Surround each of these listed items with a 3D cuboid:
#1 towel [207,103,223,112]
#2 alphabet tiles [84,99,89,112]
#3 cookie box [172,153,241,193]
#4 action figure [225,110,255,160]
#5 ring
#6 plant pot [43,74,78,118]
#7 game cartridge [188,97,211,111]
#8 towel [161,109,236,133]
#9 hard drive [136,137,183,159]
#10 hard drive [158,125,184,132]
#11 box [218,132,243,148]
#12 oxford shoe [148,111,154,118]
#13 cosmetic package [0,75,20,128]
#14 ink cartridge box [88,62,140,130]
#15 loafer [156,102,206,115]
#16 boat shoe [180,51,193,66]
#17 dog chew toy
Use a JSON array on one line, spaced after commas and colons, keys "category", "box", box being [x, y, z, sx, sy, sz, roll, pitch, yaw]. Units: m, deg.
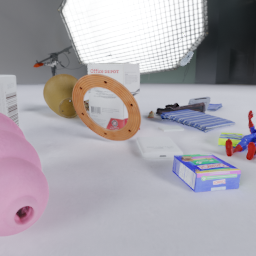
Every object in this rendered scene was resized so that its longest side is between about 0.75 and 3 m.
[{"category": "towel", "box": [4.922, -1.327, 17.449, 1.570, 0.259, 2.169, 5, 13, 28]}, {"category": "alphabet tiles", "box": [-1.438, -0.887, 13.782, 1.744, 0.066, 2.096, 31, 16, 4]}, {"category": "cookie box", "box": [1.683, 0.949, 6.178, 1.020, 0.448, 1.193, -1, 13, -14]}, {"category": "action figure", "box": [4.065, -0.029, 8.671, 0.970, 1.471, 2.972, 11, 14, 40]}, {"category": "ring", "box": [-0.665, -0.601, 8.661, 2.401, 2.401, 0.230, 6, 39, 27]}, {"category": "plant pot", "box": [-3.125, -1.429, 14.283, 2.147, 2.147, 2.304, -4, 26, -20]}, {"category": "game cartridge", "box": [3.758, -1.181, 15.078, 1.420, 0.945, 0.290, -9, 36, -28]}, {"category": "towel", "box": [2.990, -0.352, 12.347, 1.960, 0.323, 2.708, -11, 21, -34]}, {"category": "hard drive", "box": [0.897, 0.573, 8.511, 1.114, 0.222, 1.689, -1, 12, -4]}, {"category": "hard drive", "box": [1.742, 0.022, 11.402, 0.875, 0.115, 0.577, -4, 13, -17]}, {"category": "box", "box": [3.387, 0.396, 9.252, 0.714, 0.279, 1.171, 4, 12, 23]}, {"category": "oxford shoe", "box": [1.169, -0.700, 14.282, 0.313, 0.332, 0.888, 1, 12, 6]}, {"category": "cosmetic package", "box": [-4.777, -0.333, 7.824, 2.752, 2.269, 2.271, -1, 13, -3]}, {"category": "ink cartridge box", "box": [-0.553, -1.241, 11.179, 1.952, 2.660, 1.102, 10, 15, 39]}, {"category": "loafer", "box": [2.721, -1.001, 14.523, 2.588, 0.815, 0.930, 5, 13, 23]}, {"category": "boat shoe", "box": [2.686, -3.114, 12.806, 0.314, 0.852, 0.291, 26, -19, 23]}, {"category": "dog chew toy", "box": [-2.265, 0.711, 4.611, 1.764, 1.764, 2.833, -10, 24, -41]}]
